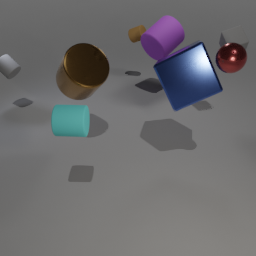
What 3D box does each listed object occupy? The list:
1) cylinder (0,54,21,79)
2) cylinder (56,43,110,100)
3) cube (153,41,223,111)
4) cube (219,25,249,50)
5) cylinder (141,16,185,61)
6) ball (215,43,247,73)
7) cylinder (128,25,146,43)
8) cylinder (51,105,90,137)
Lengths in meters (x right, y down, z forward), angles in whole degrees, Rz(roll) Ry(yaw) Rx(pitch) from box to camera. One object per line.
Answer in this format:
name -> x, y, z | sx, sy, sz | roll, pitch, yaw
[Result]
cylinder -> -4.740, -2.416, 11.070 | 0.700, 0.700, 0.700 | 44, 36, -7
cylinder -> -1.451, -1.721, 8.794 | 1.400, 1.400, 1.400 | -16, -3, -25
cube -> 1.689, -1.511, 7.964 | 1.400, 1.400, 1.400 | -24, 13, 17
cube -> 3.639, -2.954, 9.672 | 0.700, 0.700, 0.700 | -17, 71, 6
cylinder -> 1.513, -3.921, 12.276 | 1.400, 1.400, 1.400 | -45, 47, -15
ball -> 2.412, -1.635, 6.553 | 0.700, 0.700, 0.700 | 0, 31, 0
cylinder -> 0.486, -4.698, 13.990 | 0.700, 0.700, 0.700 | -7, 23, 35
cylinder -> -1.252, -0.160, 6.180 | 0.700, 0.700, 0.700 | 2, 31, 2
